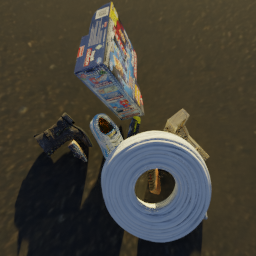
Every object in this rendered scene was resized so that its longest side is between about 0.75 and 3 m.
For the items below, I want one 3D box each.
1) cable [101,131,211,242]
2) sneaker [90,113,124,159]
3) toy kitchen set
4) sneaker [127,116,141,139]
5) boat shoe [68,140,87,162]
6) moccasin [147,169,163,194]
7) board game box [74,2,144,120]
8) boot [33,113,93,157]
[{"bbox_3d":[0.632,1.396,6.656,2.597,0.899,2.596,-6,98,3],"label":"cable"},{"bbox_3d":[-0.417,0.418,7.669,0.687,0.726,1.796,-35,85,-22],"label":"sneaker"},{"bbox_3d":[1.396,0.510,7.442,1.099,1.216,1.347,-37,74,-14],"label":"toy kitchen set"},{"bbox_3d":[0.165,0.069,8.160,0.305,0.340,0.826,17,87,-9],"label":"sneaker"},{"bbox_3d":[-1.374,0.673,7.647,0.267,0.825,0.297,-31,45,-4],"label":"boat shoe"},{"bbox_3d":[0.738,1.357,7.538,0.329,0.347,0.898,-35,38,24],"label":"moccasin"},{"bbox_3d":[-0.328,-1.567,7.782,0.802,2.600,2.601,-12,50,18],"label":"board game box"},{"bbox_3d":[-1.838,0.379,7.978,1.242,0.494,1.426,-44,76,-8],"label":"boot"}]
